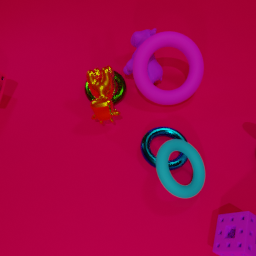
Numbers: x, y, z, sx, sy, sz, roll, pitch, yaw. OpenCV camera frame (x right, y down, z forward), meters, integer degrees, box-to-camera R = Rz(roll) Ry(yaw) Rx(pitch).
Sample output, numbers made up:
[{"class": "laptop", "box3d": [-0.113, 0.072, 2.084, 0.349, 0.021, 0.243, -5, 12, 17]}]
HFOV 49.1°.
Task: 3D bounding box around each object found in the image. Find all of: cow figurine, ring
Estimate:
[{"class": "cow figurine", "box3d": [0.575, -2.115, 8.447, 1.584, 0.869, 1.558, 45, 78, -5]}, {"class": "ring", "box3d": [1.135, -1.658, 7.855, 2.021, 0.404, 2.021, -1, 98, -5]}, {"class": "ring", "box3d": [0.964, 0.510, 7.260, 1.299, 0.260, 1.299, 2, 55, -3]}, {"class": "ring", "box3d": [1.250, 0.932, 6.567, 1.402, 0.280, 1.402, 13, 63, -28]}, {"class": "ring", "box3d": [-0.677, -1.206, 8.364, 1.257, 0.251, 1.257, -1, 69, 2]}, {"class": "cow figurine", "box3d": [-0.657, -0.919, 7.702, 0.825, 1.480, 1.504, -9, 14, 9]}]

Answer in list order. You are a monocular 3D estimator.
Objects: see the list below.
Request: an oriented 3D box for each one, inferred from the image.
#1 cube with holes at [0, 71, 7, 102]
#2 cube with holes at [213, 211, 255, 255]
[{"class": "cube with holes", "box3d": [-4.165, -1.217, 7.765, 0.953, 0.953, 0.953, 2, 75, 23]}, {"class": "cube with holes", "box3d": [2.276, 2.195, 5.498, 0.768, 0.768, 0.768, 33, 56, -16]}]
